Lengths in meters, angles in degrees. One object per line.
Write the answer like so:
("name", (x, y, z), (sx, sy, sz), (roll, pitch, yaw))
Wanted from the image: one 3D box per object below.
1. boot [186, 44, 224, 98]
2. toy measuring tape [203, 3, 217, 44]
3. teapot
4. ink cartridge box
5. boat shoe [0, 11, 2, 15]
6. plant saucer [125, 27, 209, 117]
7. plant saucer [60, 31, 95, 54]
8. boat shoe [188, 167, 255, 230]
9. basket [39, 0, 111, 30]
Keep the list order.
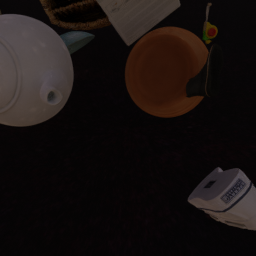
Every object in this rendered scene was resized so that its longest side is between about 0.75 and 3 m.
("boot", (1.613, -1.221, 6.128), (0.437, 0.780, 1.128), (18, 80, -33))
("toy measuring tape", (2.443, -3.039, 8.193), (0.413, 1.124, 0.413), (1, 24, 0))
("teapot", (-2.705, -1.201, 6.051), (2.700, 2.736, 1.998), (60, 23, -2))
("ink cartridge box", (0.304, -3.597, 7.689), (2.065, 2.540, 0.725), (-35, 67, 10))
("boat shoe", (-3.521, -3.000, 7.348), (0.315, 0.875, 0.284), (25, 76, 2))
("plant saucer", (0.897, -1.373, 6.928), (2.246, 2.246, 0.420), (28, 16, 21))
("plant saucer", (-1.923, -2.201, 7.760), (2.098, 0.404, 2.098), (-28, 13, 7))
("boat shoe", (1.551, 1.177, 4.504), (0.775, 2.371, 0.872), (44, 91, 10))
("basket", (-1.249, -4.124, 8.511), (2.771, 1.978, 2.064), (-13, 10, 6))
